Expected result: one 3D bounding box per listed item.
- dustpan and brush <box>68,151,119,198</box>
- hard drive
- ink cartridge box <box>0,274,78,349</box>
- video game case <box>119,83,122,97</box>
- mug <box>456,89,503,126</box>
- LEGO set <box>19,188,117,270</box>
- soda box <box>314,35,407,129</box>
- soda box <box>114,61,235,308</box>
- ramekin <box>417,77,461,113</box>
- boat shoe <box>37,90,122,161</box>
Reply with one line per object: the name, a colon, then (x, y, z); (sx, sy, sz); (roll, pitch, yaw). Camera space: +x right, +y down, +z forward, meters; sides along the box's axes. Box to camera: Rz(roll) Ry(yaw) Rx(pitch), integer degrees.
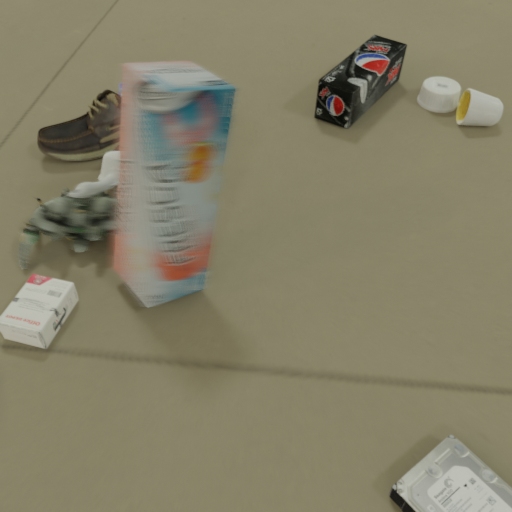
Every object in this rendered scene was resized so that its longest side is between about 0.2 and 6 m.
dustpan and brush: (-2.148, -1.308, 8.963); (1.495, 0.613, 2.142); (13, 17, 28)
hard drive: (2.205, 2.631, 5.652); (0.995, 0.270, 1.425); (-27, 50, -26)
ink cartridge box: (-2.899, 0.734, 7.488); (0.655, 0.382, 0.900); (11, 44, 11)
video game case: (-2.214, -3.185, 11.518); (1.156, 0.290, 1.276); (-7, 45, -8)
mug: (4.409, -2.922, 11.015); (0.717, 0.699, 0.873); (10, 51, -1)
LEGO set: (-2.340, -0.867, 8.754); (1.995, 0.871, 3.072); (22, 49, 20)
soda box: (2.180, -3.635, 11.539); (0.799, 0.893, 2.523); (27, 51, 21)
soda box: (-1.133, -0.848, 7.162); (0.953, 2.998, 1.025); (-18, 43, -36)
ramekin: (3.809, -3.364, 11.617); (0.854, 0.416, 0.854); (0, 45, 0)
boat shoe: (-2.673, -2.559, 10.343); (2.776, 1.018, 1.034); (-17, 44, -17)
